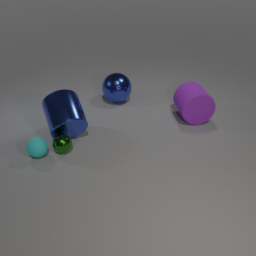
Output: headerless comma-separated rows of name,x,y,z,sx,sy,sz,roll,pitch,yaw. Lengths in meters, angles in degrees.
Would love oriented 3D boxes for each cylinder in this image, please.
cylinder,-2.366,-0.488,10.508,1.400,1.400,1.400,-14,65,-21
cylinder,2.771,-1.070,11.851,1.400,1.400,1.400,-4,32,-7

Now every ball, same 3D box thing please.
ball,-3.161,0.673,9.734,0.700,0.700,0.700,0,32,0
ball,-0.523,-1.894,13.194,1.400,1.400,1.400,0,32,0
ball,-2.340,0.551,9.982,0.700,0.700,0.700,0,32,0
